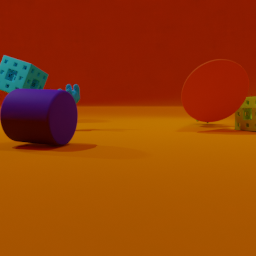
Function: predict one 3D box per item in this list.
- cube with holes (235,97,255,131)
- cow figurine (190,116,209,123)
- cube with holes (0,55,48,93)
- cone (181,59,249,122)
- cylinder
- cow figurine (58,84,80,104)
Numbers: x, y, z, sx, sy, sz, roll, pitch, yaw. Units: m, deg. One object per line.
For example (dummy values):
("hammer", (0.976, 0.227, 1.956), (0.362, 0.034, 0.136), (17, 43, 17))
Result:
("cube with holes", (3.289, -0.360, 7.008), (0.825, 0.825, 0.825), (-3, 4, -24))
("cow figurine", (2.365, -0.608, 8.759), (0.881, 1.580, 1.605), (9, 36, 17))
("cube with holes", (-3.745, -1.675, 9.833), (1.141, 1.141, 1.141), (19, -3, 14))
("cone", (1.965, -1.224, 7.168), (1.586, 1.586, 1.592), (0, 31, -5))
("cylinder", (-1.376, -0.178, 4.437), (0.863, 0.863, 0.863), (5, 6, 18))
("cow figurine", (-1.543, -0.593, 7.285), (0.519, 0.930, 0.946), (3, 25, 20))
